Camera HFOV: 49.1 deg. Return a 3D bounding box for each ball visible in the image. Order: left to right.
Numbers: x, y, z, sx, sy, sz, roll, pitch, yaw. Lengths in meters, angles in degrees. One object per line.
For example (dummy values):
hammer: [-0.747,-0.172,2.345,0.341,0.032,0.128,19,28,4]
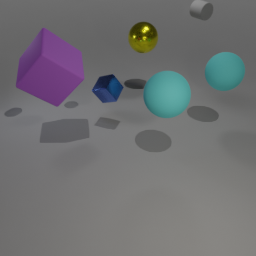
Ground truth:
ball: [0.699,-4.171,12.945,1.400,1.400,1.400,0,31,0]
ball: [1.155,-0.991,8.341,1.400,1.400,1.400,0,31,0]
ball: [3.554,-2.070,10.315,1.400,1.400,1.400,0,31,0]

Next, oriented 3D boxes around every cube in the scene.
cube: [-2.307,-1.776,8.360,1.400,1.400,1.400,27,35,-37]
cube: [-0.715,-1.386,9.938,0.700,0.700,0.700,-1,53,40]

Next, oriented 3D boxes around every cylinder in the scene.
cylinder: [3.046,-4.903,11.645,0.700,0.700,0.700,-17,39,-27]
